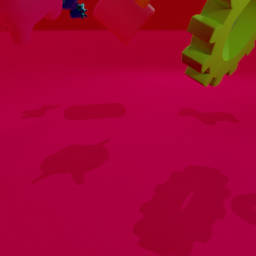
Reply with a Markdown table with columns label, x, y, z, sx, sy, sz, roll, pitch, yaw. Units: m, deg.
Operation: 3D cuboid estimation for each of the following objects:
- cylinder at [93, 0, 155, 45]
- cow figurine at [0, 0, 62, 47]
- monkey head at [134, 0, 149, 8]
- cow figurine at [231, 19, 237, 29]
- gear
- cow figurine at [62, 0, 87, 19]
| label | x | y | z | sx | sy | sz | roll | pitch | yaw |
| --- | --- | --- | --- | --- | --- | --- | --- | --- | --- |
| cylinder | -0.131 | -3.554 | 8.628 | 1.386 | 1.386 | 1.386 | 40 | 18 | -11 |
| cow figurine | -0.998 | -1.646 | 2.905 | 0.702 | 1.258 | 1.279 | 30 | 60 | -1 |
| monkey head | 0.026 | -3.112 | 5.716 | 1.097 | 1.310 | 1.821 | 30 | -11 | 8 |
| cow figurine | 3.064 | -3.251 | 8.280 | 1.562 | 0.857 | 1.537 | 24 | 2 | -12 |
| gear | 1.665 | -1.636 | 4.373 | 0.383 | 2.073 | 2.073 | 39 | 39 | 26 |
| cow figurine | -1.668 | -3.874 | 8.620 | 1.097 | 0.612 | 1.115 | 7 | -20 | -27 |
